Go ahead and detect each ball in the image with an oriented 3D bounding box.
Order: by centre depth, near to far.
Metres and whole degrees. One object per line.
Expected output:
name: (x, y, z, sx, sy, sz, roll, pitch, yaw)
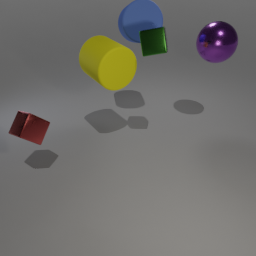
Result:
ball: (3.092, -2.979, 9.763, 1.400, 1.400, 1.400, 0, 30, 0)

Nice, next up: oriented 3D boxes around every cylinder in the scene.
cylinder: (-0.660, -2.102, 9.004, 1.400, 1.400, 1.400, -18, 39, -28)
cylinder: (0.407, -3.763, 9.980, 1.400, 1.400, 1.400, -4, 18, -7)

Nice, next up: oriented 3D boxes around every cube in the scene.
cube: (-2.748, -0.006, 7.814, 0.700, 0.700, 0.700, 11, -13, 43)
cube: (0.752, -2.498, 8.067, 0.700, 0.700, 0.700, -6, 20, 13)
